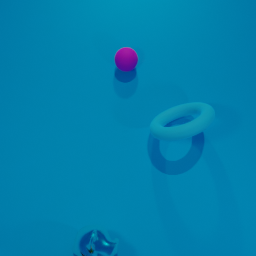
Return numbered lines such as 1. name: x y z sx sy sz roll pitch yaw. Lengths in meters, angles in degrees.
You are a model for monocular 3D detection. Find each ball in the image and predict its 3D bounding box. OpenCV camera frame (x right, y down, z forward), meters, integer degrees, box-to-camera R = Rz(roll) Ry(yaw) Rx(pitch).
1. ball: -0.055 -2.155 8.819 0.739 0.739 0.739 0 70 0

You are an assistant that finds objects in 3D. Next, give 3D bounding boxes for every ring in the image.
1. ring: 1.465 -0.200 7.696 1.822 1.822 0.364 -25 111 -9

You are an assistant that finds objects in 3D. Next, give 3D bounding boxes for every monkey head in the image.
1. monkey head: -0.819 2.899 6.507 1.004 1.667 1.199 25 53 -12
